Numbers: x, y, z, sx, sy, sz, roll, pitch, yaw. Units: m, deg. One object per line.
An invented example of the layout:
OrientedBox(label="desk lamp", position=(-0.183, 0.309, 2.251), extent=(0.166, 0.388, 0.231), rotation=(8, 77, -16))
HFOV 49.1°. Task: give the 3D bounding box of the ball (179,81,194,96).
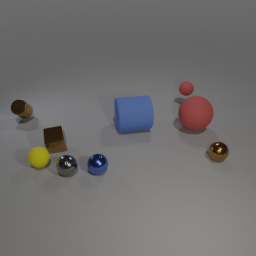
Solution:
OrientedBox(label="ball", position=(2.790, -1.891, 13.389), extent=(0.700, 0.700, 0.700), rotation=(0, 31, 0))

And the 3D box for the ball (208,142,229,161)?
OrientedBox(label="ball", position=(3.210, 0.831, 9.922), extent=(0.700, 0.700, 0.700), rotation=(0, 31, 0))

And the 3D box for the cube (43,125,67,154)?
OrientedBox(label="cube", position=(-2.675, 0.427, 10.322), extent=(0.700, 0.700, 0.700), rotation=(-11, 58, -8))

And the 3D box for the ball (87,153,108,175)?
OrientedBox(label="ball", position=(-1.005, 1.199, 9.326), extent=(0.700, 0.700, 0.700), rotation=(0, 31, 0))

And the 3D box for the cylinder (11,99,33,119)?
OrientedBox(label="cylinder", position=(-4.582, -0.814, 12.119), extent=(0.700, 0.700, 0.700), rotation=(4, -12, 7))

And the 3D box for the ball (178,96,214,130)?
OrientedBox(label="ball", position=(2.767, -0.611, 11.440), extent=(1.400, 1.400, 1.400), rotation=(0, 31, 0))

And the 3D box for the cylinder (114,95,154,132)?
OrientedBox(label="cylinder", position=(0.216, -0.595, 11.571), extent=(1.400, 1.400, 1.400), rotation=(-6, 32, -9))

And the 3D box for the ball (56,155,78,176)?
OrientedBox(label="ball", position=(-2.018, 1.234, 9.263), extent=(0.700, 0.700, 0.700), rotation=(0, 31, 0))

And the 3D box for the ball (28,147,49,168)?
OrientedBox(label="ball", position=(-3.032, 0.990, 9.519), extent=(0.700, 0.700, 0.700), rotation=(0, 31, 0))
